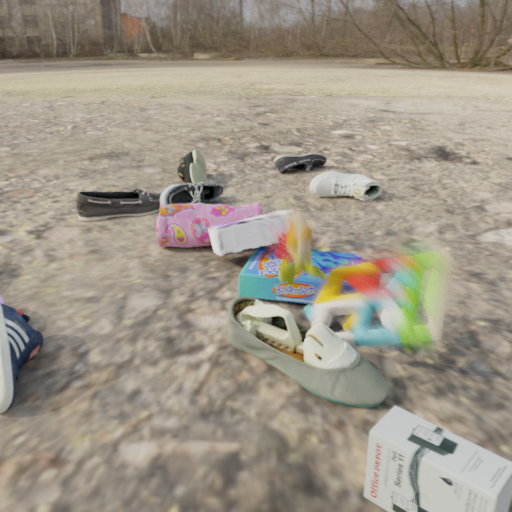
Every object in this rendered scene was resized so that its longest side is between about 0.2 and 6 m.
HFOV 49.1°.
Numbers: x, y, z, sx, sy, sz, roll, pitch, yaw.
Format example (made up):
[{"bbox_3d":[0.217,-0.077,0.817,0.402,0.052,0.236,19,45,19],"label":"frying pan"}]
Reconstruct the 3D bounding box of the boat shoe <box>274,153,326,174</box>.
[{"bbox_3d":[1.401,-2.760,17.098,1.759,0.639,0.552,-5,67,-24],"label":"boat shoe"}]

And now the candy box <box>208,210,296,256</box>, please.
[{"bbox_3d":[-0.056,-0.440,10.440,1.515,0.542,1.271,-14,5,-10],"label":"candy box"}]

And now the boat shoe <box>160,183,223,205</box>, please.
[{"bbox_3d":[-1.537,-1.467,13.765,0.614,0.664,1.797,3,11,41],"label":"boat shoe"}]

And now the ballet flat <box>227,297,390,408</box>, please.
[{"bbox_3d":[0.585,1.198,7.507,2.557,0.814,0.862,19,36,36],"label":"ballet flat"}]

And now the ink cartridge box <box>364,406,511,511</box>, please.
[{"bbox_3d":[1.683,2.136,5.288,1.247,0.914,0.518,19,31,39],"label":"ink cartridge box"}]

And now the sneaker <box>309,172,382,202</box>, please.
[{"bbox_3d":[2.367,-1.780,14.467,1.794,0.661,1.037,-8,22,-20],"label":"sneaker"}]

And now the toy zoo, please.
[{"bbox_3d":[1.611,0.651,7.969,2.169,0.222,1.423,-11,40,37],"label":"toy zoo"}]

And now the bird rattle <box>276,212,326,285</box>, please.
[{"bbox_3d":[0.694,-0.190,8.757,0.739,1.069,1.311,-1,37,-1],"label":"bird rattle"}]

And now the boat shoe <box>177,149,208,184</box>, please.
[{"bbox_3d":[-1.788,-2.264,15.600,0.677,0.791,2.161,-29,31,11],"label":"boat shoe"}]

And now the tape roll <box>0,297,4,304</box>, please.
[{"bbox_3d":[-4.477,1.004,8.449,1.309,0.429,1.309,0,23,0],"label":"tape roll"}]

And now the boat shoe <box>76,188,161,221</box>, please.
[{"bbox_3d":[-3.138,-1.333,13.440,2.317,0.660,0.774,-12,27,-25],"label":"boat shoe"}]

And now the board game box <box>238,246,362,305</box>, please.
[{"bbox_3d":[0.818,0.336,9.866,1.978,0.445,1.504,5,22,11],"label":"board game box"}]

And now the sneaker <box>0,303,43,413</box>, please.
[{"bbox_3d":[-3.239,1.322,7.513,0.809,0.718,1.915,26,21,-40],"label":"sneaker"}]

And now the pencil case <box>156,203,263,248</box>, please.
[{"bbox_3d":[-0.926,-0.621,11.578,2.225,0.973,0.973,-1,24,-6],"label":"pencil case"}]
